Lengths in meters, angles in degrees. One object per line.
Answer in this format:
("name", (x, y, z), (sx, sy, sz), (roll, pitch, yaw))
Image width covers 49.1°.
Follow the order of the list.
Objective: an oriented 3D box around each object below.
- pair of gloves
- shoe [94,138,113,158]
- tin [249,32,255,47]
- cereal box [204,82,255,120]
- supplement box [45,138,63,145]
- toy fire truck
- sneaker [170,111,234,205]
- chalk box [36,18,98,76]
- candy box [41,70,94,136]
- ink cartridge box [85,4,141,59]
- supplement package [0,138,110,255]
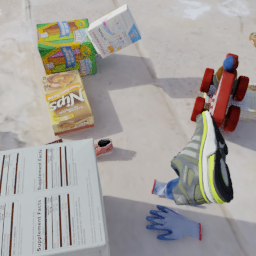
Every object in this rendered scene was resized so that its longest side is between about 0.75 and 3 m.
("pair of gloves", (1.210, 1.976, 7.049), (1.403, 0.199, 1.745), (10, 55, 5))
("shoe", (-0.918, 0.604, 7.877), (1.044, 0.475, 0.373), (-18, 55, -13))
("tin", (5.146, -3.441, 11.064), (0.512, 0.191, 0.914), (-6, 54, -10))
("cereal box", (3.460, -1.008, 9.127), (1.904, 0.376, 1.370), (12, 54, 9))
("supplement box", (-2.296, 0.846, 7.756), (1.244, 0.379, 0.677), (-21, 56, -14))
("toy fire truck", (2.694, -1.034, 7.921), (1.334, 1.998, 2.380), (17, 81, 11))
("sneaker", (1.452, 0.539, 5.893), (1.089, 0.994, 2.691), (-21, 22, 26))
("chalk box", (-1.860, -2.772, 9.786), (2.297, 1.423, 1.433), (-11, 55, -8))
("candy box", (-1.934, -0.860, 8.877), (1.242, 0.595, 2.152), (-14, 54, -12))
("ink cartridge box", (-0.479, -2.900, 8.546), (1.509, 0.970, 0.945), (-25, 29, 14))
("supplement package", (-1.834, 1.903, 5.553), (2.765, 2.644, 2.033), (-8, 54, -6))
